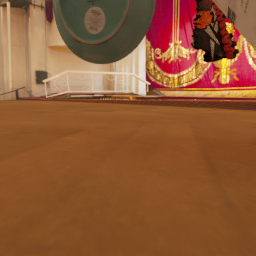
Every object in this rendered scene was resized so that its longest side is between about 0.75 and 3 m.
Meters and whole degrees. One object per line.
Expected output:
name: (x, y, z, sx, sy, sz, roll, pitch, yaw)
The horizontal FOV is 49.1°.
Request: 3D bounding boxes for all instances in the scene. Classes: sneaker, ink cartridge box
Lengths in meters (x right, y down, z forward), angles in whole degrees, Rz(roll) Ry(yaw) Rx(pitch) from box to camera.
sneaker: (2.676, -3.463, 9.497, 1.441, 2.949, 1.042, -18, 32, 22)
ink cartridge box: (1.961, -2.538, 3.798, 1.175, 2.797, 2.035, -21, -30, -3)

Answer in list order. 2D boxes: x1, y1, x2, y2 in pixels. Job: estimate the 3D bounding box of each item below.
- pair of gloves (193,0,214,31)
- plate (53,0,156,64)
pair of gloves: (1.287, -2.181, 4.959, 0.107, 0.862, 0.768, -15, 14, -8)
plate: (-0.697, -2.768, 6.046, 2.746, 2.746, 0.351, 4, 14, 29)
